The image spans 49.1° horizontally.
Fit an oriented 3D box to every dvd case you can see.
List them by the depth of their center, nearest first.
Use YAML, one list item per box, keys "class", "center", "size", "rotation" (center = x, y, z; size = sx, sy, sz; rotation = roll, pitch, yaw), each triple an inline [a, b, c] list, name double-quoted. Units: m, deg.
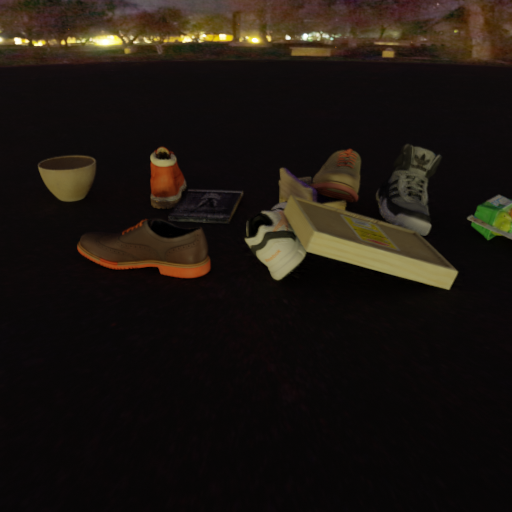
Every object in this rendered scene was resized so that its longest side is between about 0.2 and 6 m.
- class: "dvd case"
  center: [-1.211, -1.266, 13.956]
  size: [1.463, 0.157, 1.967]
  rotation: [3, 27, 8]

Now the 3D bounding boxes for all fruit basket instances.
- class: "fruit basket"
  center: [5.648, -0.711, 12.084]
  size: [1.544, 0.781, 1.667]
  rotation: [-22, 36, -39]

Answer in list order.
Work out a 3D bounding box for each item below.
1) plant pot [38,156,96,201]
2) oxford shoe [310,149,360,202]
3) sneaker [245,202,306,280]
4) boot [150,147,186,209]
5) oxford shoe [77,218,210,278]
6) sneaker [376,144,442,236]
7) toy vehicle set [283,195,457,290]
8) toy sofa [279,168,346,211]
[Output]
- class: "plant pot"
  center: [-4.846, -1.964, 14.564]
  size: [1.415, 0.950, 1.415]
  rotation: [-1, 24, 0]
- class: "oxford shoe"
  center: [1.950, -1.992, 13.328]
  size: [1.137, 1.207, 3.227]
  rotation: [17, 10, 1]
- class: "sneaker"
  center: [0.401, -0.609, 11.134]
  size: [1.005, 1.091, 2.727]
  rotation: [-41, 15, 18]
- class: "boot"
  center: [-2.353, -2.273, 14.788]
  size: [0.950, 1.358, 2.533]
  rotation: [-4, 24, -7]
- class: "oxford shoe"
  center: [-2.210, -0.314, 10.897]
  size: [2.786, 1.010, 0.992]
  rotation: [6, 26, 14]
- class: "sneaker"
  center: [3.553, -1.609, 12.754]
  size: [1.083, 1.634, 2.871]
  rotation: [19, 23, -6]
- class: "toy vehicle set"
  center: [2.064, -0.286, 10.409]
  size: [2.888, 0.383, 1.795]
  rotation: [14, 23, -16]
- class: "toy sofa"
  center: [1.288, -1.400, 13.262]
  size: [0.873, 1.029, 2.108]
  rotation: [-8, 25, -16]
